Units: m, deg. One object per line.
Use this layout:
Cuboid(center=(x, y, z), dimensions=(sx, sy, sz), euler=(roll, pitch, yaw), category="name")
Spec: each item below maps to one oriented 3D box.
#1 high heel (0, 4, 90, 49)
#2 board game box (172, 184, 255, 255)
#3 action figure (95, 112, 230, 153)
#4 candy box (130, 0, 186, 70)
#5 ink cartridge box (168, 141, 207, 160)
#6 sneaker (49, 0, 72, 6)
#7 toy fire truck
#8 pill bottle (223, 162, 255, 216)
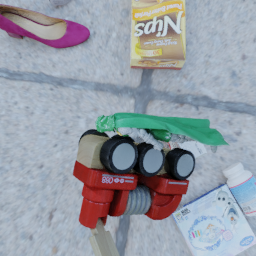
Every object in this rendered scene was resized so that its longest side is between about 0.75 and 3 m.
Cuboid(center=(-2.519, -3.023, 8.209), dimensions=(2.721, 1.308, 0.917), euler=(1, 80, 0), category="high heel")
Cuboid(center=(2.328, 2.691, 7.633), dimensions=(1.716, 0.372, 1.707), euler=(-27, 81, -5), category="board game box")
Cuboid(center=(0.458, 0.034, 4.569), dimensions=(1.987, 1.174, 0.543), euler=(9, 103, -9), category="action figure")
Cuboid(center=(0.894, -3.202, 8.512), dimensions=(1.592, 0.763, 2.758), euler=(2, 79, -1), category="candy box")
Cuboid(center=(1.508, 0.431, 7.554), dimensions=(0.564, 1.347, 0.972), euler=(-27, 81, -5), category="ink cartridge box")
Cuboid(center=(-2.017, -4.622, 8.919), dimensions=(0.931, 0.645, 1.662), euler=(44, 72, 11), category="sneaker")
Cuboid(center=(0.087, 1.503, 5.314), dimensions=(2.264, 1.655, 2.572), euler=(12, 92, -35), category="toy fire truck")
Cuboid(center=(3.198, 1.645, 7.652), dimensions=(0.728, 0.728, 1.339), euler=(-30, 82, -5), category="pill bottle")
